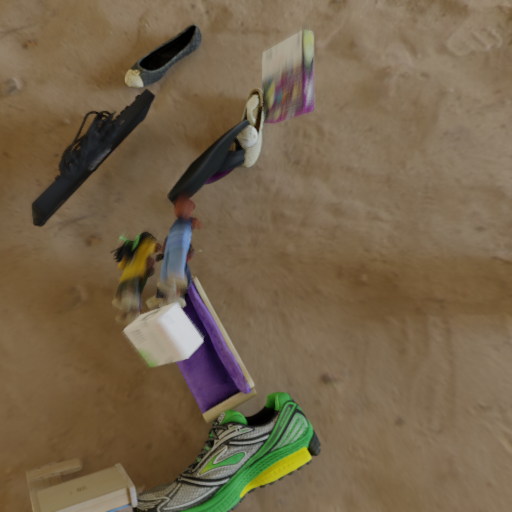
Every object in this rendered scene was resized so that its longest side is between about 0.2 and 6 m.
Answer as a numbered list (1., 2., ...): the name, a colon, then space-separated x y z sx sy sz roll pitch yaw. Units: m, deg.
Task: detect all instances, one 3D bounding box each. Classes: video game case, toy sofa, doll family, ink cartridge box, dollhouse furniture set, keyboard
1. video game case: 0.525 -3.012 9.586 0.252 1.405 1.274 -3 94 -27
2. toy sofa: -0.996 1.628 9.937 1.014 1.194 2.448 -28 73 -9
3. doll family: -1.681 0.083 9.619 2.766 1.085 1.599 -18 49 36
4. ink cartridge box: -1.470 1.259 8.841 0.787 1.082 0.455 57 46 -11
5. dollhouse furniture set: -2.699 4.613 8.965 1.419 2.052 2.174 -9 96 -26
6. keyboard: -3.167 -2.108 10.619 0.671 1.763 3.387 39 64 -11

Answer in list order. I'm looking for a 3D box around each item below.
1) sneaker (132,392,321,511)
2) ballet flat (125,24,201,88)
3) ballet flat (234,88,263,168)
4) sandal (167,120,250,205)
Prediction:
1. sneaker: -0.585 3.307 9.207 3.169 1.236 1.350 -26 93 -17
2. ballet flat: -2.091 -4.456 12.420 2.078 0.590 0.691 -42 76 -13
3. ballet flat: -0.155 -2.740 11.814 0.604 0.558 1.790 4 69 14
4. sandal: -0.765 -1.674 10.567 0.658 1.033 2.748 48 45 -18
